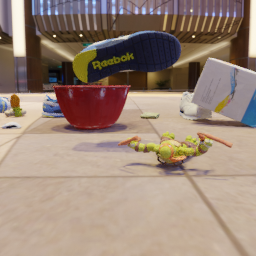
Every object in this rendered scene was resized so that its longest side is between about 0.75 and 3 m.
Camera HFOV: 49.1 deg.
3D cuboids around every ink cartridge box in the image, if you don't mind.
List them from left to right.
[{"bbox_3d":[4.218,-1.511,11.306,2.635,1.906,1.940,24,20,18],"label":"ink cartridge box"}]

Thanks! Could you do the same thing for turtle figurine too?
[{"bbox_3d":[0.991,0.419,5.647,2.100,0.676,1.693,-4,0,20],"label":"turtle figurine"}]

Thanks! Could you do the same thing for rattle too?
[{"bbox_3d":[-5.720,-1.156,14.214,1.065,1.168,1.636,-19,16,-1],"label":"rattle"}]

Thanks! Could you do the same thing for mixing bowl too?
[{"bbox_3d":[-1.351,-0.824,10.559,2.887,1.563,2.887,0,8,0],"label":"mixing bowl"}]

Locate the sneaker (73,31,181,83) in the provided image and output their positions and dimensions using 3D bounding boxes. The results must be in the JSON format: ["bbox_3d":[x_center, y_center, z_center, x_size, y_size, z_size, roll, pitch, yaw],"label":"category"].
[{"bbox_3d":[-0.031,-1.925,7.211,2.726,1.008,1.121,-8,25,2],"label":"sneaker"}]

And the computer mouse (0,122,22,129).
[{"bbox_3d":[-4.427,-0.099,10.269,1.020,0.224,0.559,-1,8,-8],"label":"computer mouse"}]

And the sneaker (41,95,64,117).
[{"bbox_3d":[-2.882,-1.091,13.733,2.676,1.101,0.989,0,7,-10],"label":"sneaker"}]

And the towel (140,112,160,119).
[{"bbox_3d":[1.083,-0.612,13.531,0.835,0.205,1.125,4,10,16],"label":"towel"}]

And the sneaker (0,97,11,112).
[{"bbox_3d":[-7.590,-1.418,16.439,1.059,0.952,2.574,-8,20,-37],"label":"sneaker"}]

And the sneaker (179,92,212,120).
[{"bbox_3d":[3.095,-1.045,13.258,1.111,1.170,2.908,0,11,-10],"label":"sneaker"}]
